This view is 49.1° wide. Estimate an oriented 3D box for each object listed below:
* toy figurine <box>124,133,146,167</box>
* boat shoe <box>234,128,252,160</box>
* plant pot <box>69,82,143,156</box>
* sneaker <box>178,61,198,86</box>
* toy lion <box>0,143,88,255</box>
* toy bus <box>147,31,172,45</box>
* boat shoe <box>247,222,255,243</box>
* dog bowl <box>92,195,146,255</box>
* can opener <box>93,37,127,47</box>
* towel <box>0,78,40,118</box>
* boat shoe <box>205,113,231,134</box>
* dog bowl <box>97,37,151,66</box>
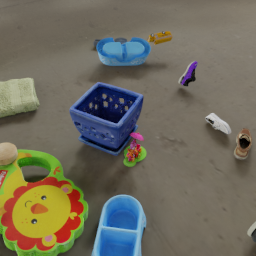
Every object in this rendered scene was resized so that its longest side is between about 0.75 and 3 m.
[{"bbox_3d":[0.177,0.572,8.598,0.716,0.877,0.953,19,46,20],"label":"toy figurine"},{"bbox_3d":[3.774,0.428,9.036,0.518,0.491,1.367,15,44,15],"label":"boat shoe"},{"bbox_3d":[-0.627,-0.224,8.946,1.757,1.580,1.757,20,46,19],"label":"plant pot"},{"bbox_3d":[2.620,-2.187,11.540,0.556,1.118,0.389,40,11,30],"label":"sneaker"},{"bbox_3d":[-2.448,1.832,7.294,2.863,1.026,2.987,6,42,-4],"label":"toy lion"},{"bbox_3d":[1.526,-4.333,13.491,1.140,0.371,0.446,-19,78,-17],"label":"toy bus"},{"bbox_3d":[4.260,2.315,6.557,2.879,1.034,0.973,-6,38,-9],"label":"boat shoe"},{"bbox_3d":[-0.201,2.548,6.688,1.202,0.534,2.156,5,42,6],"label":"dog bowl"},{"bbox_3d":[-0.897,-4.420,14.273,1.786,0.597,0.476,9,43,10],"label":"can opener"},{"bbox_3d":[-4.425,-1.281,10.975,1.661,0.408,2.239,-15,44,-14],"label":"towel"},{"bbox_3d":[3.120,-0.099,9.743,0.358,0.403,1.097,-27,39,-8],"label":"boat shoe"},{"bbox_3d":[-0.203,-3.524,13.054,2.492,0.618,1.389,-4,57,-8],"label":"dog bowl"}]
